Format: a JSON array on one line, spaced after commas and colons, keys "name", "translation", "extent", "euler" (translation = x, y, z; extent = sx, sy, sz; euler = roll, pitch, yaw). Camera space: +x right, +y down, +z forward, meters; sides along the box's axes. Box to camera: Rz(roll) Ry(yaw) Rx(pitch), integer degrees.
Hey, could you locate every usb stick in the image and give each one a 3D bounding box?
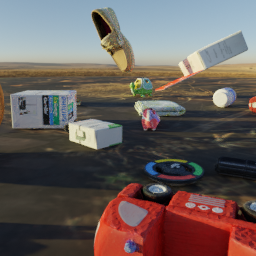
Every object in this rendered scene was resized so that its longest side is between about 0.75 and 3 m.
[{"name": "usb stick", "translation": [2.446, 0.764, 4.762], "extent": [1.854, 0.302, 0.514], "euler": [6, 8, 27]}]

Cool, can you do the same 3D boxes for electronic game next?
[{"name": "electronic game", "translation": [0.809, 0.750, 4.976], "extent": [1.064, 0.221, 1.064], "euler": [0, 12, 0]}]

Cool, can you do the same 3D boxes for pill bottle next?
[{"name": "pill bottle", "translation": [4.496, -1.421, 13.119], "extent": [0.852, 0.852, 1.521], "euler": [8, 15, 31]}]

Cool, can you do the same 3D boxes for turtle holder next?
[{"name": "turtle holder", "translation": [0.782, -2.555, 17.535], "extent": [1.561, 1.109, 1.186], "euler": [-3, 14, -12]}]

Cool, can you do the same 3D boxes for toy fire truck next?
[{"name": "toy fire truck", "translation": [0.884, 1.230, 1.724], "extent": [2.954, 0.720, 2.083], "euler": [6, 14, 24]}]

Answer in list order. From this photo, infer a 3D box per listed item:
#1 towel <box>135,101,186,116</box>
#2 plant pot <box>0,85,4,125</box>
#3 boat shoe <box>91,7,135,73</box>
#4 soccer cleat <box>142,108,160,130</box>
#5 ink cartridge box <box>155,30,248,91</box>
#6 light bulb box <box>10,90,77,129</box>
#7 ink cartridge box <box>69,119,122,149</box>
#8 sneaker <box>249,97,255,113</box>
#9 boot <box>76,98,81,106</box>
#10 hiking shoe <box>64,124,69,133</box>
[{"name": "towel", "translation": [1.245, -0.782, 11.334], "extent": [1.808, 0.435, 1.548], "euler": [-1, 16, -5]}, {"name": "plant pot", "translation": [-3.434, -0.204, 5.226], "extent": [2.269, 2.269, 1.588], "euler": [-7, 32, -29]}, {"name": "boat shoe", "translation": [-0.498, -2.554, 8.230], "extent": [0.692, 2.083, 0.771], "euler": [-19, -10, -43]}, {"name": "soccer cleat", "translation": [0.736, -0.395, 9.024], "extent": [0.579, 0.664, 1.737], "euler": [2, 13, 8]}, {"name": "ink cartridge box", "translation": [1.817, -1.795, 8.045], "extent": [2.262, 0.568, 2.607], "euler": [-24, 6, 3]}, {"name": "light bulb box", "translation": [-2.673, -0.661, 9.228], "extent": [1.731, 1.080, 1.716], "euler": [0, 12, -2]}, {"name": "ink cartridge box", "translation": [-0.834, 0.124, 7.123], "extent": [0.845, 0.487, 1.158], "euler": [-12, 18, -43]}, {"name": "sneaker", "translation": [6.137, -0.946, 10.977], "extent": [1.355, 0.919, 2.345], "euler": [-8, 16, -27]}, {"name": "boot", "translation": [-3.261, -1.408, 13.831], "extent": [1.408, 0.532, 1.608], "euler": [-7, 16, -30]}, {"name": "hiking shoe", "translation": [-1.451, 0.033, 8.112], "extent": [0.811, 0.307, 0.408], "euler": [6, 3, -13]}]
